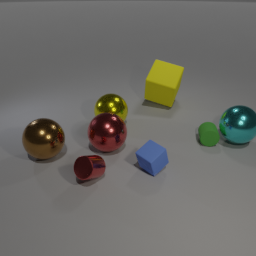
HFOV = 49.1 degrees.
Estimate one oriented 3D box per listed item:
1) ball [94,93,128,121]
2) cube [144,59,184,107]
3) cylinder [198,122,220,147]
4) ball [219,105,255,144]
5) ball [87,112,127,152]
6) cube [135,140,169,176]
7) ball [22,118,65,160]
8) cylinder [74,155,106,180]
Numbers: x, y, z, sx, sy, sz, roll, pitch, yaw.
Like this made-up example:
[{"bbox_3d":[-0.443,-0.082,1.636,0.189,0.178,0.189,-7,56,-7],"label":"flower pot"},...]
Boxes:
[{"bbox_3d":[-0.696,-0.720,11.537,1.400,1.400,1.400,0,28,0],"label":"ball"},{"bbox_3d":[1.675,-2.093,13.162,1.400,1.400,1.400,19,60,12],"label":"cube"},{"bbox_3d":[3.018,0.227,10.488,0.700,0.700,0.700,3,28,6],"label":"cylinder"},{"bbox_3d":[4.047,-0.131,10.197,1.400,1.400,1.400,0,28,0],"label":"ball"},{"bbox_3d":[-0.728,0.148,9.892,1.400,1.400,1.400,0,28,0],"label":"ball"},{"bbox_3d":[0.767,0.936,8.845,0.700,0.700,0.700,-40,47,-22],"label":"cube"},{"bbox_3d":[-2.839,0.363,9.463,1.400,1.400,1.400,0,28,0],"label":"ball"},{"bbox_3d":[-1.134,1.163,8.330,0.700,0.700,0.700,16,4,28],"label":"cylinder"}]
